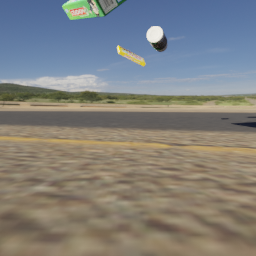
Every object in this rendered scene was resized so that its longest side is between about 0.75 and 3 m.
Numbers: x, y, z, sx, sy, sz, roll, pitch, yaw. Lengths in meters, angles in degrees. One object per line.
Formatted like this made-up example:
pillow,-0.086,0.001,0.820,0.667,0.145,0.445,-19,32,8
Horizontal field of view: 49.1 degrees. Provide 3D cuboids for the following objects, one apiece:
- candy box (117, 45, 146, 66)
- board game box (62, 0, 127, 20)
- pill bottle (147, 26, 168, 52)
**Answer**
candy box,0.109,-2.335,9.096,0.975,0.129,0.499,21,33,-23
board game box,-0.005,-2.798,5.218,2.296,0.334,1.545,-41,32,-14
pill bottle,1.043,-3.036,9.678,0.575,0.575,1.016,2,-6,20
